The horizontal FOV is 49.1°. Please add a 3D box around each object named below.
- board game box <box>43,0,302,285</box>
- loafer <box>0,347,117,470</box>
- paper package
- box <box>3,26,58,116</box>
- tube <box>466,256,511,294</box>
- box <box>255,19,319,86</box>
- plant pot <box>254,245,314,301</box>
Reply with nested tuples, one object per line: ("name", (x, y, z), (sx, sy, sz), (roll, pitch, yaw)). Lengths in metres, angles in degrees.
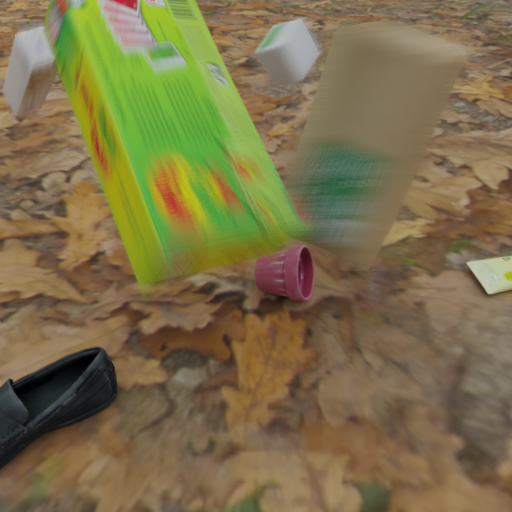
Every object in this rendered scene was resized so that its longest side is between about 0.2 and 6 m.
("board game box", (-0.848, -1.262, 5.352), (1.450, 0.680, 2.855), (-13, 71, -34))
("loafer", (-2.927, 1.871, 6.695), (2.609, 0.916, 0.886), (-25, 43, -29))
("paper package", (1.296, -1.337, 6.270), (1.187, 2.295, 2.188), (25, 28, 13))
("box", (-3.184, -2.532, 7.885), (0.440, 0.472, 2.276), (-29, 10, -26))
("tube", (4.644, 0.208, 9.316), (2.046, 0.531, 0.594), (-9, -1, -4))
("box", (0.454, -2.940, 8.126), (0.545, 0.636, 0.633), (7, 57, 42))
("plant pot", (0.433, 0.278, 8.964), (0.794, 0.888, 0.888), (-2, 34, 23))
